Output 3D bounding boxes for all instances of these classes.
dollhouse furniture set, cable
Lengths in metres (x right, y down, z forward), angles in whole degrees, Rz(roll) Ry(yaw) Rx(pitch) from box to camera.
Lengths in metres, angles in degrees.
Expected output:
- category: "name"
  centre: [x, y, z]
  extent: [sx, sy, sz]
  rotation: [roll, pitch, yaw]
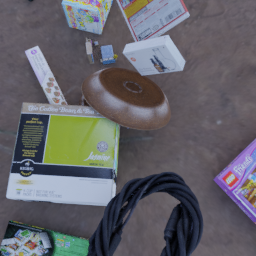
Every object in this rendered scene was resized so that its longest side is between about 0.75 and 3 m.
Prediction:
- category: "dollhouse furniture set"
  centre: [-0.874, -2.650, 9.234]
  extent: [0.957, 0.625, 0.904]
  rotation: [-8, 74, -3]
- category: "cable"
  centre: [0.298, 1.890, 5.257]
  extent: [2.743, 2.238, 0.697]
  rotation: [-48, 115, -24]

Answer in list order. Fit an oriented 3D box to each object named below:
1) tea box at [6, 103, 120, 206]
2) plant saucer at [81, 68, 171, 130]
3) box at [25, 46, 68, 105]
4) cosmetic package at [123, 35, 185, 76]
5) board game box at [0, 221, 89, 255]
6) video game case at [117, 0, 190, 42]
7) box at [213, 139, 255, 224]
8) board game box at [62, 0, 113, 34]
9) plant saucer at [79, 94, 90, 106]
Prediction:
- category: "tea box"
  centre: [-1.565, 0.780, 7.670]
  extent: [2.551, 1.704, 2.510]
  rotation: [4, 74, 1]
- category: "plant saucer"
  centre: [0.062, -1.007, 7.982]
  extent: [2.717, 0.497, 2.717]
  rotation: [16, 35, -12]
- category: "box"
  centre: [-2.569, -1.496, 8.975]
  extent: [0.467, 0.500, 2.414]
  rotation: [-27, 77, -7]
- category: "cosmetic package"
  centre: [0.666, -1.826, 7.216]
  extent: [1.306, 0.985, 0.337]
  rotation: [1, 60, 40]
- category: "board game box"
  centre: [-2.238, 3.479, 7.653]
  extent: [2.507, 0.294, 1.314]
  rotation: [13, 72, 4]
- category: "video game case"
  centre: [0.520, -3.546, 7.651]
  extent: [1.581, 0.193, 2.212]
  rotation: [-27, 79, 26]
- category: "box"
  centre: [4.098, 1.286, 8.146]
  extent: [2.650, 0.518, 1.813]
  rotation: [-40, 78, -10]
- category: "board game box"
  centre: [-1.179, -4.611, 9.486]
  extent: [1.204, 1.225, 2.337]
  rotation: [15, 75, 4]
- category: "plant saucer"
  centre: [-0.944, -0.829, 8.919]
  extent: [1.259, 0.230, 1.259]
  rotation: [0, 75, -1]
